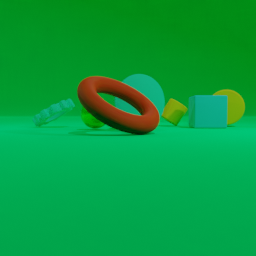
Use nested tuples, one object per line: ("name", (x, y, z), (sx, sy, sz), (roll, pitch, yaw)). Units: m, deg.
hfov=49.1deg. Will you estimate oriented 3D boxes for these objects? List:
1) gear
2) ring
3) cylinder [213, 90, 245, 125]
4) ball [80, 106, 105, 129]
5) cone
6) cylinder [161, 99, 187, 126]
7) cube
("gear", (-2.467, -0.503, 9.342), (1.418, 0.262, 1.418), (-30, 0, 0))
("ring", (-0.183, -0.536, 6.128), (1.928, 0.386, 1.928), (22, 27, -12))
("cylinder", (3.484, -0.746, 10.059), (1.213, 1.213, 1.213), (1, 6, 17))
("ball", (-0.905, -0.387, 7.740), (0.808, 0.808, 0.808), (0, 3, 0))
("cone", (0.060, -0.750, 8.409), (1.519, 1.519, 1.525), (-1, 2, -23))
("cylinder", (1.681, -0.576, 10.331), (0.746, 0.746, 0.746), (33, 2, -1))
("cube", (2.495, -0.507, 8.854), (0.988, 0.988, 0.988), (0, 3, 2))
